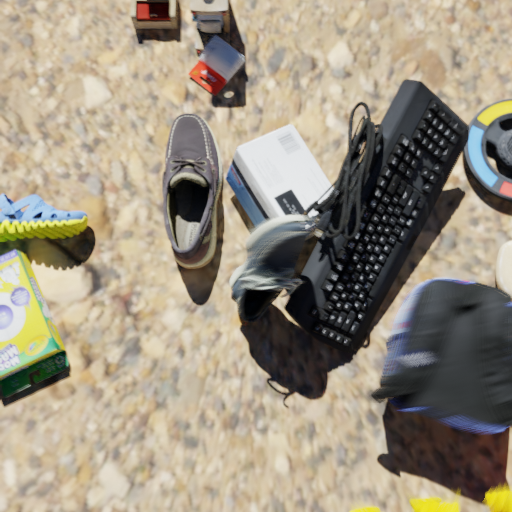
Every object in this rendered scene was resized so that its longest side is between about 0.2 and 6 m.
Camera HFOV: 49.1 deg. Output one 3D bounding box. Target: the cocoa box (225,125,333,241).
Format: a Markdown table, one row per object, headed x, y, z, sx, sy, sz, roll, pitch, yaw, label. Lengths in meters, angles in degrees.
| x | y | z | sx | sy | sz | roll | pitch | yaw | label |
| --- | --- | --- | --- | --- | --- | --- | --- | --- | --- |
| 0.460 | -1.124 | 9.896 | 1.202 | 1.182 | 1.802 | -28 | 80 | -20 | cocoa box |

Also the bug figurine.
| x | y | z | sx | sy | sz | roll | pitch | yaw | label |
| --- | --- | --- | --- | --- | --- | --- | --- | --- | --- |
| 3.499 | 3.744 | 7.678 | 4.084 | 3.167 | 1.051 | -6 | 66 | -4 | bug figurine |

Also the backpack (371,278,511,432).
| x | y | z | sx | sy | sz | roll | pitch | yaw | label |
| --- | --- | --- | --- | --- | --- | --- | --- | --- | --- |
| 3.181 | 1.508 | 9.085 | 2.326 | 1.791 | 2.215 | 14 | 86 | 6 | backpack |

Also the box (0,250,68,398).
| x | y | z | sx | sy | sz | roll | pitch | yaw | label |
| --- | --- | --- | --- | --- | --- | --- | --- | --- | --- |
| -4.332 | 1.205 | 9.856 | 1.335 | 0.550 | 2.276 | -26 | 81 | -5 | box |

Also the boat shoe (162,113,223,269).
| x | y | z | sx | sy | sz | roll | pitch | yaw | label |
| --- | --- | --- | --- | --- | --- | --- | --- | --- | --- |
| -1.180 | -1.292 | 10.153 | 1.068 | 0.962 | 2.969 | 0 | 78 | 1 | boat shoe |

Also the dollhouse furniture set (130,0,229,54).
| x | y | z | sx | sy | sz | roll | pitch | yaw | label |
| --- | --- | --- | --- | --- | --- | --- | --- | --- | --- |
| -1.494 | -4.824 | 10.702 | 1.934 | 1.363 | 1.355 | -1 | 78 | -1 | dollhouse furniture set |

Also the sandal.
| x | y | z | sx | sy | sz | roll | pitch | yaw | label |
| --- | --- | --- | --- | --- | --- | --- | --- | --- | --- |
| -4.033 | -0.743 | 10.182 | 1.925 | 0.765 | 0.838 | 0 | 74 | -2 | sandal |

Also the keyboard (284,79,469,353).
| x | y | z | sx | sy | sz | roll | pitch | yaw | label |
| --- | --- | --- | --- | --- | --- | --- | --- | --- | --- |
| 2.006 | -0.619 | 9.189 | 2.363 | 0.899 | 4.539 | 27 | 90 | -27 | keyboard |

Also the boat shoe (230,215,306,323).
| x | y | z | sx | sy | sz | roll | pitch | yaw | label |
| --- | --- | --- | --- | --- | --- | --- | --- | --- | --- |
| 0.170 | 0.270 | 8.802 | 0.961 | 2.566 | 0.793 | 0 | 61 | -24 | boat shoe |

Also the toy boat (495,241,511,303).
| x | y | z | sx | sy | sz | roll | pitch | yaw | label |
| --- | --- | --- | --- | --- | --- | --- | --- | --- | --- |
| 5.046 | 0.335 | 9.891 | 1.498 | 0.696 | 1.259 | 0 | 74 | 30 | toy boat |

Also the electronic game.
| x | y | z | sx | sy | sz | roll | pitch | yaw | label |
| --- | --- | --- | --- | --- | --- | --- | --- | --- | --- |
| 4.955 | -1.997 | 10.572 | 2.081 | 0.433 | 2.081 | 0 | 78 | 0 | electronic game |

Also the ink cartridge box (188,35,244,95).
| x | y | z | sx | sy | sz | roll | pitch | yaw | label |
| --- | --- | --- | --- | --- | --- | --- | --- | --- | --- |
| -0.794 | -3.730 | 10.952 | 0.737 | 0.218 | 0.921 | 40 | 89 | 6 | ink cartridge box |
